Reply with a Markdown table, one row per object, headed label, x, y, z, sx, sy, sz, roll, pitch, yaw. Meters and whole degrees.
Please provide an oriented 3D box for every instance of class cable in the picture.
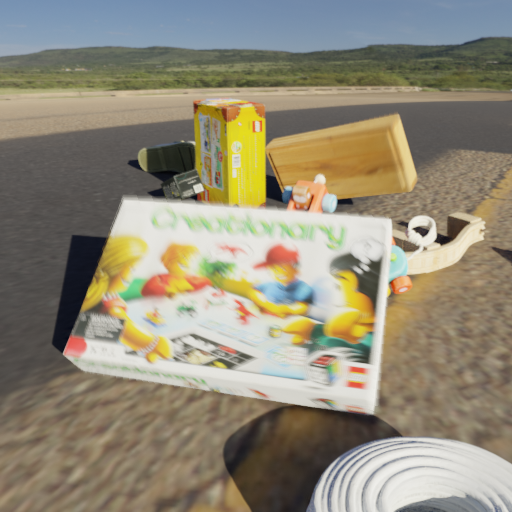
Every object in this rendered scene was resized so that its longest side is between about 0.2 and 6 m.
| label | x | y | z | sx | sy | sz | roll | pitch | yaw |
| --- | --- | --- | --- | --- | --- | --- | --- | --- | --- |
| cable | 1.282 | 2.051 | 4.066 | 1.885 | 0.653 | 1.885 | 3 | 20 | 7 |

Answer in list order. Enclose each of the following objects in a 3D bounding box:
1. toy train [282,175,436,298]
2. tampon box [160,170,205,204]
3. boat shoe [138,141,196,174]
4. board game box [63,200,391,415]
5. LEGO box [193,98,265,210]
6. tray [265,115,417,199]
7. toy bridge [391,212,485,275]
| label | x | y | z | sx | sy | sz | roll | pitch | yaw |
| --- | --- | --- | --- | --- | --- | --- | --- | --- | --- |
| toy train | 1.351 | -0.379 | 8.778 | 2.610 | 1.961 | 0.726 | 18 | -16 | 27 |
| tampon box | -1.828 | -1.698 | 13.875 | 0.683 | 0.575 | 0.911 | -25 | 8 | -30 |
| boat shoe | -2.229 | -3.119 | 17.480 | 3.018 | 1.128 | 1.032 | 11 | 28 | 29 |
| board game box | -0.259 | 0.476 | 6.572 | 3.449 | 0.597 | 2.177 | 5 | 60 | 14 |
| LEGO box | -0.655 | -2.373 | 13.390 | 0.981 | 2.542 | 1.893 | -12 | 24 | -28 |
| tray | 1.893 | -2.124 | 12.967 | 3.246 | 1.601 | 0.601 | -3 | 35 | 36 |
| toy bridge | 2.768 | -0.102 | 10.034 | 3.743 | 0.509 | 1.258 | -14 | 23 | -27 |
